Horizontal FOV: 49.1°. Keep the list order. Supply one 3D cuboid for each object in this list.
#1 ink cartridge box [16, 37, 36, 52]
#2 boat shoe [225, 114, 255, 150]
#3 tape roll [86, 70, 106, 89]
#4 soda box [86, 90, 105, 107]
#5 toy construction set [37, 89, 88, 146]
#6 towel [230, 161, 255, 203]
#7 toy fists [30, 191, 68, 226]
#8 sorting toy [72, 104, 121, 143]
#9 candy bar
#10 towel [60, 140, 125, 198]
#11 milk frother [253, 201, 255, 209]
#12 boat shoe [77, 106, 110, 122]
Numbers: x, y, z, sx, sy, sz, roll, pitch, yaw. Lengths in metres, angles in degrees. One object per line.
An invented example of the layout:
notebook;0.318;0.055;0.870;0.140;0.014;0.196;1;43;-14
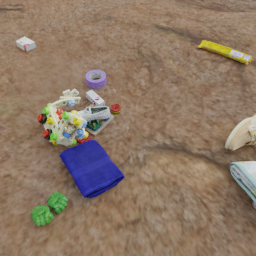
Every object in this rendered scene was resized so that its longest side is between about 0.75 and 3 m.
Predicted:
ink cartridge box;-5.365;-4.401;14.700;0.825;0.344;0.599;31;56;24
boat shoe;4.678;0.147;10.389;2.586;0.953;0.895;-30;50;-24
tape roll;-1.455;-2.239;12.817;0.916;0.389;0.916;0;50;0
soda box;-1.405;-1.230;12.005;0.322;0.301;0.944;-33;57;-25
toy construction set;-2.403;-0.415;10.452;1.271;1.809;2.759;30;24;-35
towel;4.587;1.704;8.754;2.043;0.575;2.387;2;19;-2
toy fists;-2.425;2.515;8.722;0.604;0.408;1.185;36;57;26
sorting toy;-1.461;-0.392;11.205;1.220;0.428;2.531;29;56;23
candy bar;4.938;-3.886;14.285;2.772;0.307;0.691;29;59;22
towel;-1.275;1.376;9.659;1.527;0.512;2.067;-21;50;-26
milk frother;4.342;2.584;8.577;0.830;0.796;0.882;12;74;56
boat shoe;-1.474;-0.594;10.751;1.562;0.522;0.575;-11;51;-10
